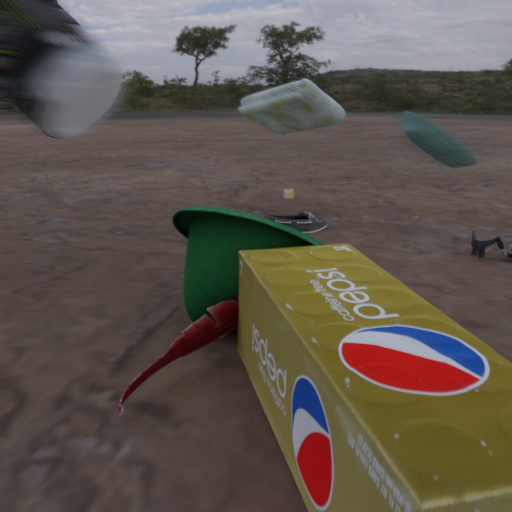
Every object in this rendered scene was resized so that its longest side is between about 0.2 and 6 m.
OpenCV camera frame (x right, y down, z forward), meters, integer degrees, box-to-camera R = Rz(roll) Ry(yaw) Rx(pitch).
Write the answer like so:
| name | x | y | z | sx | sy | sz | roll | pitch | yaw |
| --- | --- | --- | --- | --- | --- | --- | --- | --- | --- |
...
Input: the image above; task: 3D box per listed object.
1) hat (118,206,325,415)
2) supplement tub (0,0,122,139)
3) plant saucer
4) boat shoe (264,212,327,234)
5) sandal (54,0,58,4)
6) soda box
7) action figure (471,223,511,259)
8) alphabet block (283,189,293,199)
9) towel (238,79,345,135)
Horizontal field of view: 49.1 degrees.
| name | x | y | z | sx | sy | sz | roll | pitch | yaw |
| --- | --- | --- | --- | --- | --- | --- | --- | --- | --- |
| hat | -0.372 | 0.840 | 6.609 | 2.614 | 2.301 | 2.165 | 24 | -16 | -28 |
| supplement tub | -3.238 | -2.981 | 8.005 | 2.406 | 1.474 | 1.474 | 45 | 27 | 4 |
| plant saucer | 1.949 | -1.228 | 6.123 | 0.951 | 0.171 | 0.951 | 35 | 10 | -7 |
| boat shoe | 0.794 | -0.675 | 10.968 | 1.518 | 0.433 | 0.508 | -12 | 21 | -32 |
| sandal | -3.512 | -3.725 | 10.370 | 0.676 | 2.826 | 1.062 | -3 | 33 | 13 |
| soda box | 0.833 | 1.021 | 4.430 | 1.294 | 1.223 | 3.821 | -3 | 18 | -13 |
| action figure | 4.265 | -0.221 | 9.235 | 1.315 | 0.671 | 0.782 | 4 | 8 | 18 |
| alphabet block | 0.812 | -1.560 | 14.078 | 0.216 | 0.211 | 0.213 | -3 | 20 | -11 |
| towel | 0.764 | -3.127 | 12.035 | 1.835 | 0.442 | 1.570 | -6 | -12 | 36 |
